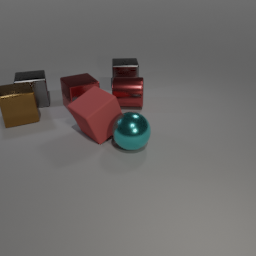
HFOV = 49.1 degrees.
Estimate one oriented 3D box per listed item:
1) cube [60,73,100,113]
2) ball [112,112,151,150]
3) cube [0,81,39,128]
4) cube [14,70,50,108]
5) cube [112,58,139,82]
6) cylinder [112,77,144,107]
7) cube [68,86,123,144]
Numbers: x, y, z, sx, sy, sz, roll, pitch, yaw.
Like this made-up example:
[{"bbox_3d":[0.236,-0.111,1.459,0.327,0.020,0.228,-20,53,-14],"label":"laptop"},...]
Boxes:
[{"bbox_3d":[-2.209,-1.601,13.033,1.400,1.400,1.400,-16,34,-25],"label":"cube"},{"bbox_3d":[0.125,0.107,10.115,1.400,1.400,1.400,0,30,0],"label":"ball"},{"bbox_3d":[-4.737,-1.035,12.059,1.400,1.400,1.400,-13,33,-21],"label":"cube"},{"bbox_3d":[-4.606,-1.858,13.477,1.400,1.400,1.400,-9,31,-14],"label":"cube"},{"bbox_3d":[-0.161,-2.944,15.346,1.400,1.400,1.400,-2,30,-3],"label":"cube"},{"bbox_3d":[0.020,-1.688,13.172,1.400,1.400,1.400,1,30,4],"label":"cylinder"},{"bbox_3d":[-1.176,-0.517,10.773,1.400,1.400,1.400,-40,44,-19],"label":"cube"}]
